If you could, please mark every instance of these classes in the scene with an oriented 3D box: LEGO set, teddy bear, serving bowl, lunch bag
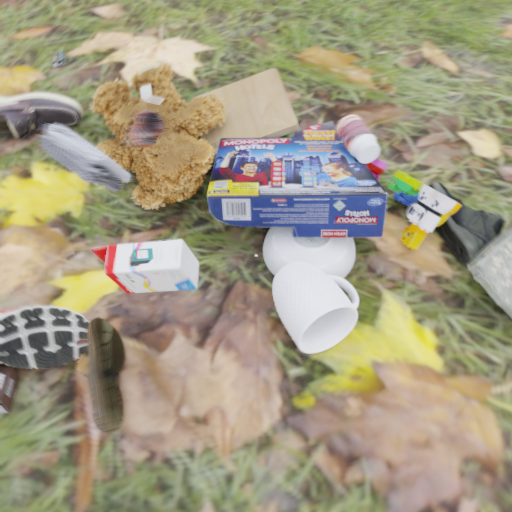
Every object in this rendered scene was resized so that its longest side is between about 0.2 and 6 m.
[{"bbox_3d":[2.913,-0.902,10.922,1.107,1.191,2.902,22,16,-25],"label":"LEGO set"},{"bbox_3d":[-2.136,-2.640,12.069,2.950,1.359,4.069,-40,60,-16],"label":"teddy bear"},{"bbox_3d":[1.036,-0.257,10.749,1.804,0.593,1.804,1,52,-1],"label":"serving bowl"},{"bbox_3d":[4.648,0.324,9.824,1.761,1.035,1.444,-35,81,-26],"label":"lunch bag"}]

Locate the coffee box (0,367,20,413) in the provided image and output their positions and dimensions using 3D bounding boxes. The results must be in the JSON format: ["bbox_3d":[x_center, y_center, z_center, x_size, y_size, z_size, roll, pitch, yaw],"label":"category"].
[{"bbox_3d":[-4.473,2.141,8.980,1.114,0.445,0.630,0,52,0],"label":"coffee box"}]

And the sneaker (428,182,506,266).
[{"bbox_3d":[4.131,-0.738,11.064,1.081,0.722,1.888,-16,57,-14],"label":"sneaker"}]

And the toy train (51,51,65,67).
[{"bbox_3d":[-5.242,-5.195,14.815,0.317,0.237,0.557,-17,55,2],"label":"toy train"}]

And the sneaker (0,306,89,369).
[{"bbox_3d":[-4.139,1.254,9.342,2.778,1.070,1.180,-1,9,-17],"label":"sneaker"}]

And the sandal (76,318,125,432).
[{"bbox_3d":[-2.534,1.890,9.003,0.577,0.863,2.113,-25,51,12],"label":"sandal"}]

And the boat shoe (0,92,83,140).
[{"bbox_3d":[-5.405,-3.108,12.768,2.815,1.013,0.912,1,66,-5],"label":"boat shoe"}]

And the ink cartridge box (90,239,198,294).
[{"bbox_3d":[-1.554,0.173,7.782,1.341,0.779,0.451,-5,64,11],"label":"ink cartridge box"}]

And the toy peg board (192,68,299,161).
[{"bbox_3d":[-0.187,-2.936,12.742,2.077,1.020,2.085,-19,52,5],"label":"toy peg board"}]

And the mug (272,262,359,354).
[{"bbox_3d":[1.070,0.759,9.691,1.543,1.139,1.353,-10,46,-27],"label":"mug"}]

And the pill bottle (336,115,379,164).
[{"bbox_3d":[1.913,-2.177,10.489,0.519,0.519,0.909,-15,51,-11],"label":"pill bottle"}]

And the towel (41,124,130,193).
[{"bbox_3d":[-3.094,-1.712,10.164,1.365,1.130,0.584,35,88,16],"label":"towel"}]

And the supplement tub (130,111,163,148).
[{"bbox_3d":[-1.854,-2.074,9.361,0.450,0.841,0.450,4,80,-22],"label":"supplement tub"}]

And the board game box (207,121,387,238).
[{"bbox_3d":[0.789,-1.617,11.135,3.148,0.971,3.146,0,36,4],"label":"board game box"}]
